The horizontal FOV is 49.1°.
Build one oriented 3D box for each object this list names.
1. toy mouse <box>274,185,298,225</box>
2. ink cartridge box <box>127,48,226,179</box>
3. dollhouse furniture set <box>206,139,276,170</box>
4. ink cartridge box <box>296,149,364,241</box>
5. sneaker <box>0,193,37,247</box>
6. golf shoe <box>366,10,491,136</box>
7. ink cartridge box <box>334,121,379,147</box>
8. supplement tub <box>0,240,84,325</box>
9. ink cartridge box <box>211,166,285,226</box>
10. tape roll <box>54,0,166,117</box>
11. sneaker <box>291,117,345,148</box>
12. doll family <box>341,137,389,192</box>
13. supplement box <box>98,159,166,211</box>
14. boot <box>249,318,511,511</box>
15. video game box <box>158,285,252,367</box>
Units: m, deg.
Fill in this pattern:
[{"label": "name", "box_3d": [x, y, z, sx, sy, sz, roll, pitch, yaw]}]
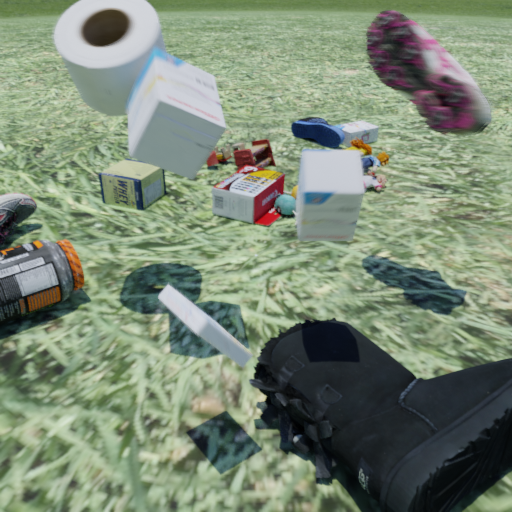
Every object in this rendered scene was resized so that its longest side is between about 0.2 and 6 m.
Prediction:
[{"label": "toy mouse", "box_3d": [1.092, -1.185, 12.639, 1.878, 0.363, 1.669, 13, 30, 15]}, {"label": "ink cartridge box", "box_3d": [-1.061, -1.823, 7.224, 0.918, 0.914, 1.251, 17, 40, -29]}, {"label": "dollhouse furniture set", "box_3d": [-0.544, -2.496, 14.829, 1.885, 0.767, 1.014, 0, 26, 36]}, {"label": "ink cartridge box", "box_3d": [0.786, -0.647, 6.171, 0.633, 0.860, 0.622, 1, 56, -1]}, {"label": "sneaker", "box_3d": [-5.266, -0.542, 11.292, 0.769, 0.830, 2.059, 30, 46, 18]}, {"label": "golf shoe", "box_3d": [2.569, -2.716, 8.485, 1.123, 0.885, 2.438, -6, 58, -47]}, {"label": "ink cartridge box", "box_3d": [3.014, -3.703, 16.956, 1.133, 0.480, 0.819, -16, 33, -27]}, {"label": "supplement tub", "box_3d": [-3.866, 0.416, 9.184, 1.842, 1.129, 1.129, -22, 36, -33]}, {"label": "ink cartridge box", "box_3d": [0.005, -1.397, 12.769, 1.425, 0.681, 1.623, 15, 33, 23]}, {"label": "tape roll", "box_3d": [-2.002, -2.872, 7.997, 1.437, 0.986, 1.437, -1, 64, 2]}, {"label": "sneaker", "box_3d": [1.996, -3.827, 16.941, 0.793, 0.714, 2.035, -31, 40, -30]}, {"label": "doll family", "box_3d": [2.621, -2.408, 14.239, 1.315, 0.955, 2.119, -10, 31, -16]}, {"label": "supplement box", "box_3d": [-2.900, -1.698, 13.222, 1.113, 0.747, 1.112, 12, 32, 20]}, {"label": "boot", "box_3d": [1.833, 1.651, 7.078, 3.351, 1.240, 2.746, -20, 32, -29]}, {"label": "video game box", "box_3d": [-0.549, 0.766, 6.083, 0.824, 0.904, 0.212, 30, 78, 45]}]
